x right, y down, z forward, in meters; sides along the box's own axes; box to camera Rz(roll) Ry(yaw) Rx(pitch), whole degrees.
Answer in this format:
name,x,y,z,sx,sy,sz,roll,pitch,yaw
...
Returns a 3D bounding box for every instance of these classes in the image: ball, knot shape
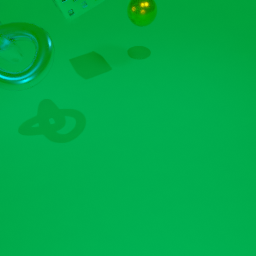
name,x,y,z,sx,sy,sz,roll,pitch,yaw
ball,0.483,-3.996,9.535,1.031,1.031,1.031,0,44,0
knot shape,-2.506,-1.441,4.798,2.089,0.965,1.955,38,35,25

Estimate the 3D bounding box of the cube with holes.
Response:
name,x,y,z,sx,sy,sz,roll,pitch,yaw
cube with holes,-1.514,-3.794,7.325,1.186,1.186,1.186,-32,50,-2
